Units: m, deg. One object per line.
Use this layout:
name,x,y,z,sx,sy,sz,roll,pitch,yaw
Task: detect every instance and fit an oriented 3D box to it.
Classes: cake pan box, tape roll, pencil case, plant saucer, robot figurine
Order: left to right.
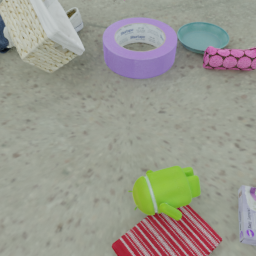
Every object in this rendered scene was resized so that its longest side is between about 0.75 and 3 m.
tape roll,0.436,-3.068,10.561,2.732,0.896,2.732,0,51,0
robot figurine,0.845,1.460,6.590,1.632,0.944,1.431,-16,30,-4
plant saucer,3.003,-3.592,11.329,2.065,0.371,2.065,0,51,0
pencil case,3.725,-2.578,10.205,1.921,0.872,0.900,4,82,2
cake pan box,3.312,2.141,6.588,1.317,0.374,1.430,9,51,10

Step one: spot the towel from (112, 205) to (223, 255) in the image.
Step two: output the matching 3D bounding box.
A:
towel,0.868,2.603,6.289,2.110,0.237,1.526,-30,54,-25

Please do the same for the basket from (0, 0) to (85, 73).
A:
basket,-3.008,-3.454,9.650,1.644,1.806,2.665,-34,73,15

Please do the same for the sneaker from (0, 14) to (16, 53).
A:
sneaker,-4.962,-4.207,11.464,2.066,1.137,2.821,-2,47,-12

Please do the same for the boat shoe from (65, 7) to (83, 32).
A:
boat shoe,-2.953,-4.054,11.154,2.736,1.166,1.011,-39,59,-24
